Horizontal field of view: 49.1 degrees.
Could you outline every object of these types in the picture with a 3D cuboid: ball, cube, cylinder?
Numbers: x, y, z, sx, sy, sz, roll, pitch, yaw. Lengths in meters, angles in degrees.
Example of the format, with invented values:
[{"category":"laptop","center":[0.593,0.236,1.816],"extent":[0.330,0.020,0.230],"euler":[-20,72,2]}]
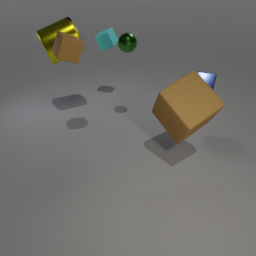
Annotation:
[{"category":"ball","center":[-0.020,-3.079,10.130],"extent":[0.700,0.700,0.700],"euler":[0,30,0]},{"category":"cube","center":[1.780,-0.610,8.616],"extent":[1.400,1.400,1.400],"euler":[-33,76,-16]},{"category":"cube","center":[2.970,-1.800,10.860],"extent":[0.700,0.700,0.700],"euler":[10,14,7]},{"category":"cube","center":[-0.972,-4.077,12.879],"extent":[0.700,0.700,0.700],"euler":[-13,30,27]},{"category":"cylinder","center":[-2.651,-3.431,11.048],"extent":[1.400,1.400,1.400],"euler":[-28,35,-7]},{"category":"cube","center":[-1.879,-2.513,8.737],"extent":[0.700,0.700,0.700],"euler":[7,29,-33]}]
